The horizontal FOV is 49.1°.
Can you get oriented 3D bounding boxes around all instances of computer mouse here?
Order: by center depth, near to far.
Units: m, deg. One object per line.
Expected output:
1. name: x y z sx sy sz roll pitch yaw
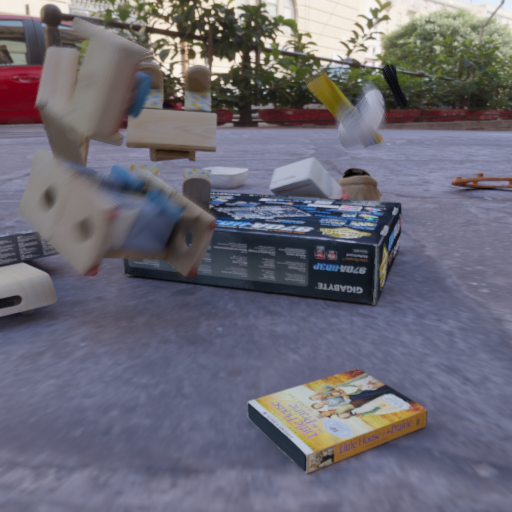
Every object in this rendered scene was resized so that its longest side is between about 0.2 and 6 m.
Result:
1. computer mouse: 1.611 -1.952 7.601 0.292 0.730 1.331 26 68 39

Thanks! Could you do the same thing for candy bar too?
1. candy bar: 1.263 -1.961 7.771 0.355 0.158 1.422 -20 -44 40

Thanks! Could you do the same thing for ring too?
1. ring: 6.811 -2.129 15.888 2.450 0.235 2.450 3 2 0

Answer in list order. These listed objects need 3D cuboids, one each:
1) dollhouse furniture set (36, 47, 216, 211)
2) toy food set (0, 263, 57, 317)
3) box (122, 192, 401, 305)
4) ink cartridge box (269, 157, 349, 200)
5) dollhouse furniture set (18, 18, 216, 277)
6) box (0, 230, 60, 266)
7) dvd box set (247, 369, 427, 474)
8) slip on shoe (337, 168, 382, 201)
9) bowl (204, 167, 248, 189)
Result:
1. dollhouse furniture set: -1.866 -2.139 8.704 2.519 2.314 1.639 2 -28 -7
2. toy food set: -3.515 0.528 7.414 1.237 0.521 1.724 -14 14 -35
3. box: 0.283 -0.336 9.418 3.987 0.917 3.169 5 17 18
4. ink cartridge box: 1.079 -1.265 11.229 0.991 0.563 1.360 -11 -38 39
5. dollhouse furniture set: -1.362 -1.143 6.578 1.655 2.362 1.664 35 20 34
6. box: -4.270 -0.040 8.697 1.630 0.496 2.022 0 11 43
7. dvd box set: 0.687 1.367 4.852 1.267 0.186 0.927 -9 17 -28
8. slip on shoe: 2.504 -1.696 13.966 1.289 1.027 3.390 3 16 11
9. bowl: -1.055 -2.408 17.370 1.419 0.530 1.421 7 17 22
